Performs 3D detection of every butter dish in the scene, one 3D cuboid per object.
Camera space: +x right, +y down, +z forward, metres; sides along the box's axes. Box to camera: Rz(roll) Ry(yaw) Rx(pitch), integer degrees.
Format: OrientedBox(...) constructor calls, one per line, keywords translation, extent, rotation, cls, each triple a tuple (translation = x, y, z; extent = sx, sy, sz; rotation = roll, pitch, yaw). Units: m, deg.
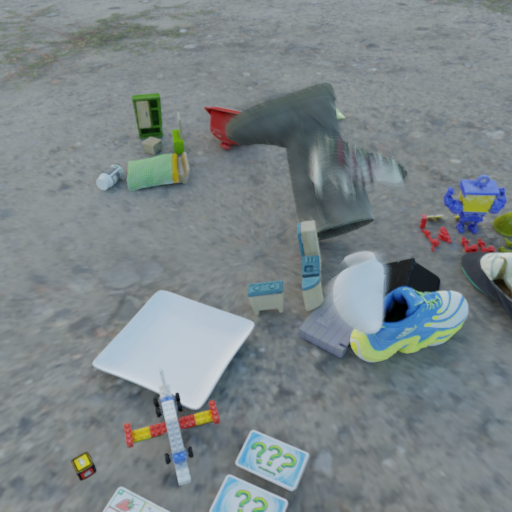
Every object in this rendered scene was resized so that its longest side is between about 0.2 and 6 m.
OrientedBox(translation=(-0.733, -3.393, 15.255), extent=(1.348, 1.000, 1.352), rotation=(14, -1, 11), cls="butter dish")

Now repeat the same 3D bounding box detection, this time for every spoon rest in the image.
OrientedBox(translation=(1.688, 0.466, 8.992), extent=(0.634, 1.039, 2.092), rotation=(-35, 13, 25), cls="spoon rest")

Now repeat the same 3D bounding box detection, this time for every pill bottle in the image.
OrientedBox(translation=(-3.630, -1.936, 13.874), extent=(0.387, 0.387, 0.685), rotation=(15, 42, 18), cls="pill bottle")

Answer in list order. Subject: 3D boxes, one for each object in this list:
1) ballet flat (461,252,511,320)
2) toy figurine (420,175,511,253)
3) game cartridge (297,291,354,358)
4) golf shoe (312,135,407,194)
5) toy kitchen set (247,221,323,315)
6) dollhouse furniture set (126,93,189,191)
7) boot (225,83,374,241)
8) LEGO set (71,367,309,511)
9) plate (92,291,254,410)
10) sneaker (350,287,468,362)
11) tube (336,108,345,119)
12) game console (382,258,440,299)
OrientedBox(translation=(4.845, 0.565, 10.387), extent=(1.039, 1.039, 2.845), rotation=(-9, 40, -11), cls="ballet flat")
OrientedBox(translation=(4.878, -0.993, 11.863), extent=(2.497, 1.496, 1.317), rotation=(3, 40, 4), cls="toy figurine")
OrientedBox(translation=(1.515, 1.161, 10.238), extent=(0.950, 0.281, 1.466), rotation=(22, 44, 30), cls="game cartridge")
OrientedBox(translation=(1.913, -1.600, 10.585), extent=(2.068, 0.911, 0.798), rotation=(11, 13, -28), cls="golf shoe")
OrientedBox(translation=(0.546, 0.205, 10.760), extent=(1.346, 0.990, 1.680), rotation=(-7, 31, 9), cls="toy kitchen set")
OrientedBox(translation=(-2.646, -3.043, 14.576), extent=(1.555, 1.201, 3.111), rotation=(-7, 40, -8), cls="dollhouse furniture set")
OrientedBox(translation=(0.872, -1.866, 12.375), extent=(2.932, 3.225, 1.170), rotation=(-15, -5, 29), cls="boot")
OrientedBox(translation=(-0.999, 2.917, 7.613), extent=(2.943, 0.722, 2.198), rotation=(19, 48, 17), cls="LEGO set")
OrientedBox(translation=(-1.355, 1.591, 9.633), extent=(2.063, 0.334, 2.067), rotation=(17, 43, 20), cls="plate")
OrientedBox(translation=(2.793, 1.001, 9.495), extent=(2.450, 1.287, 0.928), rotation=(-22, 59, -22), cls="sneaker")
OrientedBox(translation=(1.703, -4.148, 16.570), extent=(1.815, 0.527, 0.471), rotation=(-14, 3, -21), cls="tube")
OrientedBox(translation=(2.949, 0.650, 10.956), extent=(1.018, 0.674, 1.158), rotation=(-14, 30, 33), cls="game console")
